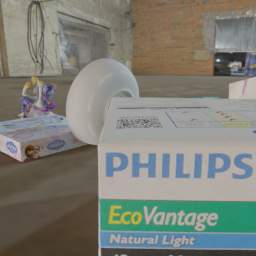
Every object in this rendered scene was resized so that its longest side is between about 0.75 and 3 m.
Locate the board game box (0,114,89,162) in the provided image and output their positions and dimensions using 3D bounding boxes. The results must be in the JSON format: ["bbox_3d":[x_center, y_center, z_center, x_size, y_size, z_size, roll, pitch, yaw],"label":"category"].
[{"bbox_3d":[-2.657,0.156,8.516,2.617,0.540,2.623,13,19,42],"label":"board game box"}]

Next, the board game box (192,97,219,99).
[{"bbox_3d":[2.120,-0.908,11.659,2.715,0.611,2.065,-2,4,38],"label":"board game box"}]

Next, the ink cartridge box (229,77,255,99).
[{"bbox_3d":[4.697,-0.811,9.279,1.693,1.649,2.633,-1,2,-4],"label":"ink cartridge box"}]

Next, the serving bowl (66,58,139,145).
[{"bbox_3d":[-0.483,-0.629,7.873,0.827,2.514,2.514,22,24,37],"label":"serving bowl"}]

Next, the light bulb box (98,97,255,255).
[{"bbox_3d":[1.089,0.625,3.899,2.867,1.805,2.892,0,14,0],"label":"light bulb box"}]

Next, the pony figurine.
[{"bbox_3d":[-3.464,-0.900,11.072,1.826,1.892,1.575,21,12,16],"label":"pony figurine"}]
